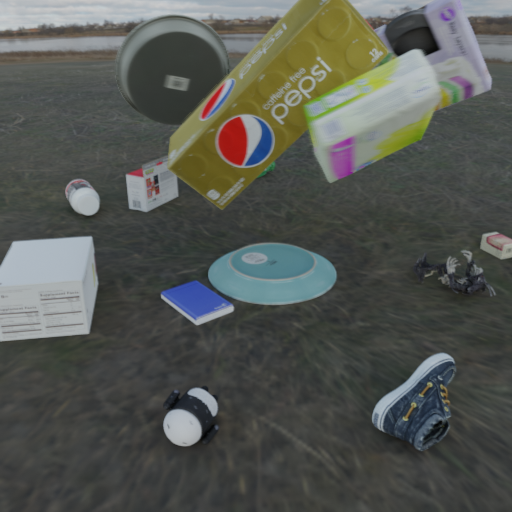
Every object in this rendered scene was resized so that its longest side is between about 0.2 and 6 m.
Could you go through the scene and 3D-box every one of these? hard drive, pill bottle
[{"bbox_3d":[-0.980,0.751,9.200,0.715,0.137,1.083,-18,30,-34],"label":"hard drive"},{"bbox_3d":[-4.051,-1.347,13.143,0.642,0.642,1.160,-12,27,-24],"label":"pill bottle"}]

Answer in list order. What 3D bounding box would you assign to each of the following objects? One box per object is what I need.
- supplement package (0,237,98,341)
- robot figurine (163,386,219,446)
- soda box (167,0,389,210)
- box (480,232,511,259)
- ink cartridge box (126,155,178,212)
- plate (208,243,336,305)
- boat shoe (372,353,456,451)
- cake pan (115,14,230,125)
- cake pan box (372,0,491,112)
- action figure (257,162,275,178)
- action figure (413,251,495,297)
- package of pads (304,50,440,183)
[{"bbox_3d":[-3.273,0.462,8.870,1.312,0.934,1.684,-4,26,-9],"label":"supplement package"},{"bbox_3d":[-0.742,1.841,6.459,0.573,0.476,0.762,7,25,22],"label":"robot figurine"},{"bbox_3d":[0.231,-2.802,10.001,1.389,4.100,1.312,36,26,-28],"label":"soda box"},{"bbox_3d":[4.788,-0.206,11.059,0.371,0.316,0.580,-10,27,-20],"label":"box"},{"bbox_3d":[-2.508,-1.833,13.583,0.551,1.154,1.314,12,27,25],"label":"ink cartridge box"},{"bbox_3d":[0.294,0.199,10.216,2.341,0.299,2.341,0,26,0],"label":"plate"},{"bbox_3d":[2.101,1.743,6.663,1.495,0.529,0.679,-28,36,-33],"label":"boat shoe"},{"bbox_3d":[-1.787,-3.967,12.378,2.557,2.557,0.469,-7,46,-14],"label":"cake pan"},{"bbox_3d":[3.228,-3.737,10.707,1.866,2.026,0.530,-16,37,32],"label":"cake pan box"},{"bbox_3d":[-0.555,-2.463,15.660,2.380,0.651,1.406,-8,23,-25],"label":"action figure"},{"bbox_3d":[3.428,0.277,9.612,1.350,0.689,0.803,16,18,34],"label":"action figure"},{"bbox_3d":[1.870,-2.145,9.086,1.924,0.849,2.490,-26,-8,7],"label":"package of pads"}]
